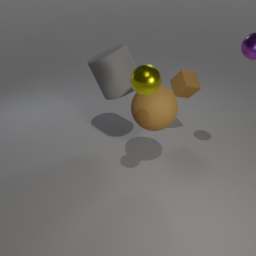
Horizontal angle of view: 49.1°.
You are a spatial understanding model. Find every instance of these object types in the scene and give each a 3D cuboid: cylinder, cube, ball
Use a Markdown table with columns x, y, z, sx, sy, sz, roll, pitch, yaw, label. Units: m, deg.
| x | y | z | sx | sy | sz | roll | pitch | yaw | label |
| --- | --- | --- | --- | --- | --- | --- | --- | --- | --- |
| -0.431 | -1.874 | 9.356 | 1.400 | 1.400 | 1.400 | -22 | 23 | 10 | cylinder |
| 2.050 | -1.562 | 10.025 | 0.700 | 0.700 | 0.700 | 3 | 63 | -33 | cube |
| 3.356 | -2.150 | 7.385 | 0.700 | 0.700 | 0.700 | 0 | 31 | 0 | ball |
| 0.404 | -1.074 | 6.284 | 0.700 | 0.700 | 0.700 | 0 | 31 | 0 | ball |
| 0.786 | -0.608 | 8.337 | 1.400 | 1.400 | 1.400 | 0 | 31 | 0 | ball |
